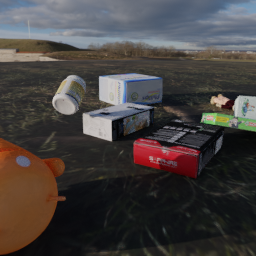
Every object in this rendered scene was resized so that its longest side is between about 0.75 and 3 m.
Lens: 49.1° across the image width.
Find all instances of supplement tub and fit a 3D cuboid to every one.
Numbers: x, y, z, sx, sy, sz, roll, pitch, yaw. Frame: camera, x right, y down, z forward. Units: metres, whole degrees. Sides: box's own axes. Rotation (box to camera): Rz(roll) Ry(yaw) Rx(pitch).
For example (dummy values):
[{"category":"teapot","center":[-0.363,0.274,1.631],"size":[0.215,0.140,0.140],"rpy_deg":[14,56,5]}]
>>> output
[{"category":"supplement tub","center":[-1.763,-1.028,8.592],"size":[0.786,0.786,1.089],"rpy_deg":[4,48,13]}]

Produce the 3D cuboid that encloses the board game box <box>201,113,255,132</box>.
[{"category":"board game box","center":[3.555,-0.094,8.321],"size":[2.372,0.345,1.596],"rpy_deg":[10,2,1]}]

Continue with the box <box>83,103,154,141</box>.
[{"category":"box","center":[-0.266,-0.286,9.557],"size":[1.329,0.685,2.279],"rpy_deg":[14,21,38]}]

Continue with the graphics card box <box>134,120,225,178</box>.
[{"category":"graphics card box","center":[1.433,0.412,7.334],"size":[1.593,0.646,2.540],"rpy_deg":[10,19,29]}]

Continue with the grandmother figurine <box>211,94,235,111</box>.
[{"category":"grandmother figurine","center":[4.531,-1.061,12.456],"size":[1.147,0.573,1.892],"rpy_deg":[-25,24,-5]}]

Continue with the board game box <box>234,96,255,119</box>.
[{"category":"board game box","center":[4.983,-0.557,9.558],"size":[2.476,0.796,1.826],"rpy_deg":[5,3,18]}]

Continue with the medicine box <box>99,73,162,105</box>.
[{"category":"medicine box","center":[0.107,-1.923,13.928],"size":[2.229,1.260,2.447],"rpy_deg":[-12,21,-34]}]

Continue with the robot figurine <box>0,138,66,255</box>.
[{"category":"robot figurine","center":[-2.074,0.903,4.301],"size":[2.569,1.498,1.848],"rpy_deg":[14,-11,42]}]
